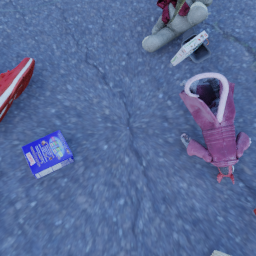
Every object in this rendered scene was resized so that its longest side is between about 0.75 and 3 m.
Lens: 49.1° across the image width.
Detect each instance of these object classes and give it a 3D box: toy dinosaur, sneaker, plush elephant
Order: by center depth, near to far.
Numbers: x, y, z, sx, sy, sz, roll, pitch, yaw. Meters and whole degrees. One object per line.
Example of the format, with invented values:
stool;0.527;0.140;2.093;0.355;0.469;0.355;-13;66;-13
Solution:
toy dinosaur;1.899;-3.804;7.258;1.191;2.703;0.641;-12;73;-11
sneaker;-3.965;-1.384;8.259;1.528;1.036;2.645;28;57;-9
plush elephant;1.630;-4.482;9.656;2.993;2.465;2.317;-41;104;-41

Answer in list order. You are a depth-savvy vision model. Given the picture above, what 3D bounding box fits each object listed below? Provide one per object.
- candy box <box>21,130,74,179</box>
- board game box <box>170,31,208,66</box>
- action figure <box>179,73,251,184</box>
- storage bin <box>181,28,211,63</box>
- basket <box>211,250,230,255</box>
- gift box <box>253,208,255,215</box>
candy box;-2.131;0.700;7.480;1.101;0.424;0.931;-25;61;-17
board game box;1.546;-2.014;7.198;0.700;1.108;0.192;-38;90;-9
action figure;2.347;0.053;6.935;1.876;2.086;2.801;-13;89;2
storage bin;2.320;-2.880;9.508;0.753;1.034;0.695;-30;37;31
basket;1.973;3.118;5.427;1.032;0.830;1.023;17;30;11
gift box;3.531;1.980;6.396;0.794;0.850;0.785;-15;63;-12
